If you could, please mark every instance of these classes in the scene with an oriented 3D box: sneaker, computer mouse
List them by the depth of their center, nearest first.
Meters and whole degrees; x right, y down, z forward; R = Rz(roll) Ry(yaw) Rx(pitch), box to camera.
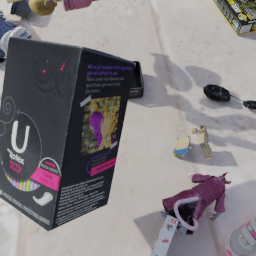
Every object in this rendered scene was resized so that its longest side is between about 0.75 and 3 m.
[{"bbox_3d":[2.679,2.216,5.949,1.416,0.625,0.576,-31,64,-17],"label":"sneaker"},{"bbox_3d":[2.974,-0.806,7.972,1.767,0.301,0.518,21,42,7],"label":"computer mouse"},{"bbox_3d":[-3.906,-3.164,9.020,1.745,0.960,2.383,4,55,-8],"label":"sneaker"}]

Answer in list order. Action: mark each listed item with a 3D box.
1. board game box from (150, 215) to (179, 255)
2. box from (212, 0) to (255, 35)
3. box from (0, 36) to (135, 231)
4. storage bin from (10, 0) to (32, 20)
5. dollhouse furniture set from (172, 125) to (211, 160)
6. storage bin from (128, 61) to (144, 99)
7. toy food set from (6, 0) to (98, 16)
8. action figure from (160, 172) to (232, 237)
[{"bbox_3d":[0.571,2.560,5.561,0.260,0.947,1.500,23,62,12],"label":"board game box"},{"bbox_3d":[4.123,-4.236,9.829,1.603,0.495,2.007,-16,61,-7],"label":"box"},{"bbox_3d":[-1.094,-0.001,4.615,1.592,1.381,2.604,17,101,31],"label":"box"},{"bbox_3d":[-3.673,-4.231,9.811,0.600,0.650,0.893,21,57,-20],"label":"storage bin"},{"bbox_3d":[1.641,0.466,7.240,0.867,0.566,0.818,-15,31,26],"label":"dollhouse furniture set"},{"bbox_3d":[0.059,-1.397,8.159,0.705,0.489,1.042,-6,59,-3],"label":"storage bin"},{"bbox_3d":[-1.346,-3.101,6.799,1.825,0.452,2.871,3,28,29],"label":"toy food set"},{"bbox_3d":[1.540,1.416,6.046,1.772,1.319,1.187,-33,62,-15],"label":"action figure"}]
